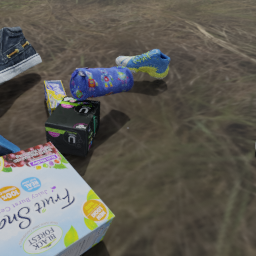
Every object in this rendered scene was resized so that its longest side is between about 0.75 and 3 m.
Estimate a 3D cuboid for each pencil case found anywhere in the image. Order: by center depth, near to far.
[{"bbox_3d":[-0.639,-1.156,6.907,0.691,0.769,1.771,-21,-2,42],"label":"pencil case"}]

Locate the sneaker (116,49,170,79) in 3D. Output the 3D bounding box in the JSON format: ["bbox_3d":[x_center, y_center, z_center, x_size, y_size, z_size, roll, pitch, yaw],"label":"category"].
[{"bbox_3d":[0.516,-2.116,8.588,1.690,0.888,0.640,10,43,-15],"label":"sneaker"}]

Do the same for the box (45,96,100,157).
[{"bbox_3d":[-1.240,-0.069,6.535,0.941,0.788,1.267,9,36,6],"label":"box"}]

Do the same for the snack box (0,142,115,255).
[{"bbox_3d":[-1.669,1.331,4.202,2.281,0.772,1.924,-19,53,-45],"label":"snack box"}]

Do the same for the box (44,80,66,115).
[{"bbox_3d":[-1.970,-0.774,7.717,0.511,0.469,1.460,-6,38,-21],"label":"box"}]

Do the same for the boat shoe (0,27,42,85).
[{"bbox_3d":[-3.819,-1.972,8.082,1.036,1.329,2.928,-18,22,30],"label":"boat shoe"}]

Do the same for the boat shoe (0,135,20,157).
[{"bbox_3d":[-3.027,0.372,6.088,1.466,0.503,0.617,28,4,27],"label":"boat shoe"}]
